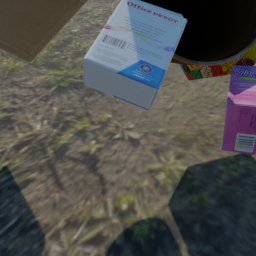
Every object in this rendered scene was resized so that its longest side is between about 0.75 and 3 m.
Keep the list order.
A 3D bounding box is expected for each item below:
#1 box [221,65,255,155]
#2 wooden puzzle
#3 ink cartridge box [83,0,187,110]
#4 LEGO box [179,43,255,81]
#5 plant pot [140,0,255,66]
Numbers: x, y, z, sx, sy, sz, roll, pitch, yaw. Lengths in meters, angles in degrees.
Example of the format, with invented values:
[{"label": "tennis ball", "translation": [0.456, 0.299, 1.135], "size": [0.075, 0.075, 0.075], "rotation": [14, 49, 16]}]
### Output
[{"label": "box", "translation": [2.405, -0.396, 5.822], "size": [0.681, 1.239, 1.409], "rotation": [7, 43, 19]}, {"label": "wooden puzzle", "translation": [-2.303, -2.779, 6.550], "size": [2.354, 2.545, 0.474], "rotation": [-43, 78, 10]}, {"label": "ink cartridge box", "translation": [0.110, -0.984, 3.576], "size": [0.911, 0.534, 1.261], "rotation": [22, 62, 4]}, {"label": "LEGO box", "translation": [2.738, -2.424, 7.133], "size": [2.586, 0.998, 1.926], "rotation": [-43, 22, -20]}, {"label": "plant pot", "translation": [0.913, -2.445, 5.734], "size": [2.605, 2.605, 2.788], "rotation": [-11, 8, -13]}]
